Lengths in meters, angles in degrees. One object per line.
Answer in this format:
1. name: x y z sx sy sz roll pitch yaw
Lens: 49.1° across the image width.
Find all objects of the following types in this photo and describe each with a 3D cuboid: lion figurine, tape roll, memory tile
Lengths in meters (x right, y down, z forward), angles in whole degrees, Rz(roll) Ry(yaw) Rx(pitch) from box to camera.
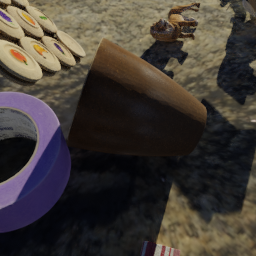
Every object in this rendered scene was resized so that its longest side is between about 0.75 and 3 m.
1. lion figurine: 1.634 -3.608 9.498 1.418 0.839 2.316 8 41 15
2. tape roll: -2.786 0.672 6.147 2.891 1.228 2.891 0 56 0
3. memory tile: -1.575 -1.469 3.875 1.906 0.209 2.487 43 20 -9

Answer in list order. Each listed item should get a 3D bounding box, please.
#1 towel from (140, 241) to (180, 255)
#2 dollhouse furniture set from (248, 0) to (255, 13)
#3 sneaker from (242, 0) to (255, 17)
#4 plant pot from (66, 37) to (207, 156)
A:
1. towel: 0.613 2.589 5.509 0.763 0.087 0.550 12 58 10
2. dollhouse furniture set: 5.231 -4.396 9.099 2.123 2.019 1.730 -12 63 -6
3. sneaker: 5.199 -4.622 10.090 2.110 0.842 1.373 9 51 10
4. plant pot: 0.288 -0.365 6.392 2.669 2.494 2.494 19 56 -8
